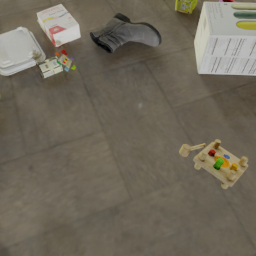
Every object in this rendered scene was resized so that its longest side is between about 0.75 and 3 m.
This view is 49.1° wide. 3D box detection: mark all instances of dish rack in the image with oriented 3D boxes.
[{"bbox_3d":[-4.844,-3.424,11.967,2.041,0.518,2.378,-26,62,-17],"label":"dish rack"}]

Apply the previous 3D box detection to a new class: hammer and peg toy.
[{"bbox_3d":[1.998,0.668,6.519,1.422,0.502,1.046,37,41,26],"label":"hammer and peg toy"}]

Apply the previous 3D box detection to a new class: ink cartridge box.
[{"bbox_3d":[-3.241,-4.788,12.701,1.277,0.740,2.192,-29,62,-18],"label":"ink cartridge box"}]

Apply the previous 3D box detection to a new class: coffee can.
[{"bbox_3d":[-3.152,-2.419,11.224,0.865,0.633,0.633,-27,61,-17],"label":"coffee can"}]

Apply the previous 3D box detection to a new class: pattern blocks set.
[{"bbox_3d":[-2.544,-2.732,11.426,0.967,0.089,1.100,42,31,-12],"label":"pattern blocks set"}]

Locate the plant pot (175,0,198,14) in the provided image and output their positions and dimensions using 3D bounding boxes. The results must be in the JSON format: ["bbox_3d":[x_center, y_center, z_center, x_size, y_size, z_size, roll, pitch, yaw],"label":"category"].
[{"bbox_3d":[2.795,-6.150,13.477,0.987,0.992,0.900,19,66,12],"label":"plant pot"}]

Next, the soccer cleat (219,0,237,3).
[{"bbox_3d":[4.994,-5.432,13.102,0.713,0.765,2.090,-26,61,-16],"label":"soccer cleat"}]

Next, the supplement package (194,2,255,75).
[{"bbox_3d":[4.221,-3.515,11.103,2.676,2.016,2.031,2,57,1],"label":"supplement package"}]

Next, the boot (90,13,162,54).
[{"bbox_3d":[-0.134,-3.778,12.035,2.856,0.997,1.880,31,65,31],"label":"boot"}]
